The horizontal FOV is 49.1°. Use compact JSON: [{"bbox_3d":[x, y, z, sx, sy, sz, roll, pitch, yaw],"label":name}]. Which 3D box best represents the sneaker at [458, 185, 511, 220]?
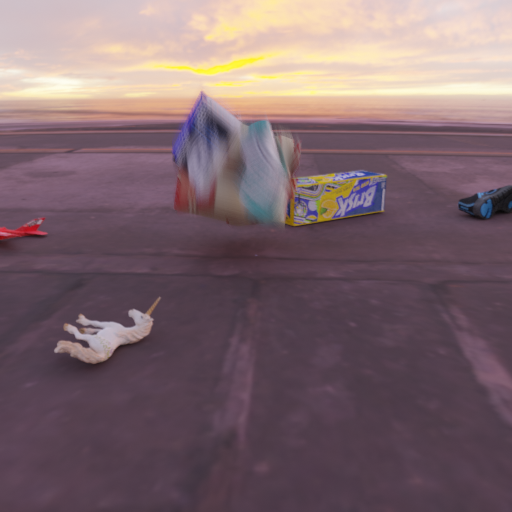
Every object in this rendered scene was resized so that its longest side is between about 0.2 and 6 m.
[{"bbox_3d":[5.980,-1.442,14.265,1.982,0.726,0.812,-13,22,-35],"label":"sneaker"}]

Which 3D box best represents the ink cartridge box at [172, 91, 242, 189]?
[{"bbox_3d":[-0.927,-1.955,9.263,0.270,1.234,1.246,5,33,-48],"label":"ink cartridge box"}]

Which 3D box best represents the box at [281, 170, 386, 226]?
[{"bbox_3d":[1.856,-1.468,13.853,2.876,1.008,0.925,-11,21,-30],"label":"box"}]

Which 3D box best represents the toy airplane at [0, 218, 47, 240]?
[{"bbox_3d":[-5.318,-0.495,11.891,1.871,0.344,1.871,-2,16,0],"label":"toy airplane"}]

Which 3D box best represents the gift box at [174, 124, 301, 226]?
[{"bbox_3d":[-0.296,-1.698,11.093,1.906,2.041,1.884,13,-3,-35],"label":"gift box"}]

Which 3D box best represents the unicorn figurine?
[{"bbox_3d":[-1.897,0.993,7.108,0.916,0.492,1.333,13,34,8],"label":"unicorn figurine"}]

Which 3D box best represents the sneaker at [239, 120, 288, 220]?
[{"bbox_3d":[0.252,-1.389,9.724,0.809,0.951,2.086,-19,50,26],"label":"sneaker"}]
